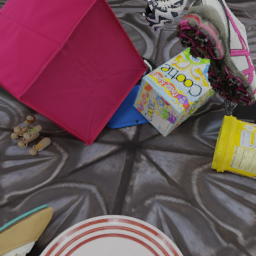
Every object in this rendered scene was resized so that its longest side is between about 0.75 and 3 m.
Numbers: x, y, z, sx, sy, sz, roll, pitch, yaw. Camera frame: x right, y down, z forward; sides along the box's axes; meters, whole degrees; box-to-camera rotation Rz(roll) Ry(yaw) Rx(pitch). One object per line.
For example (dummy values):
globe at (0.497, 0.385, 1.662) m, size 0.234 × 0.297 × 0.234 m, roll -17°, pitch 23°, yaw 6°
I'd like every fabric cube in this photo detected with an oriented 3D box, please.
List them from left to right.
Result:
fabric cube at (-1.814, -1.765, 7.582) m, size 2.916 × 2.870 × 2.926 m, roll 33°, pitch 83°, yaw 33°

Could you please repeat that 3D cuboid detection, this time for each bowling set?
bowling set at (-2.803, 0.092, 7.668) m, size 1.253 × 0.872 × 0.673 m, roll 21°, pitch 46°, yaw 29°

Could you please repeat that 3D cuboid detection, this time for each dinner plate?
dinner plate at (-0.298, 2.818, 4.770) m, size 2.890 × 0.350 × 2.890 m, roll 0°, pitch 41°, yaw 0°

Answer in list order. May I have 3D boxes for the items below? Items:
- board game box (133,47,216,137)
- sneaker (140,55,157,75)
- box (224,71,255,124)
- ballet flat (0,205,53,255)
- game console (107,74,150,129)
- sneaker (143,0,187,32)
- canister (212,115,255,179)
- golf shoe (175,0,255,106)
board game box at (1.690, -1.241, 8.239) m, size 2.701 × 1.417 × 1.391 m, roll -37°, pitch 74°, yaw -25°
sneaker at (0.624, -2.644, 11.213) m, size 0.849 × 0.554 × 1.517 m, roll -14°, pitch 50°, yaw -21°
box at (3.465, -0.877, 8.442) m, size 0.731 × 1.278 × 1.403 m, roll 6°, pitch 40°, yaw 5°
ballet flat at (-2.553, 2.429, 5.004) m, size 2.859 × 0.981 × 0.901 m, roll -25°, pitch 74°, yaw -23°
game console at (0.252, -1.002, 9.414) m, size 2.525 × 1.494 × 2.155 m, roll -10°, pitch 10°, yaw -13°
sneaker at (1.138, -4.026, 9.237) m, size 1.010 × 1.552 × 0.619 m, roll 23°, pitch 45°, yaw -46°
canister at (3.333, 0.607, 6.970) m, size 2.153 × 0.932 × 1.599 m, roll 15°, pitch 42°, yaw 16°
golf shoe at (1.919, -1.373, 5.165) m, size 0.894 × 2.463 × 1.134 m, roll 22°, pitch 73°, yaw 51°
